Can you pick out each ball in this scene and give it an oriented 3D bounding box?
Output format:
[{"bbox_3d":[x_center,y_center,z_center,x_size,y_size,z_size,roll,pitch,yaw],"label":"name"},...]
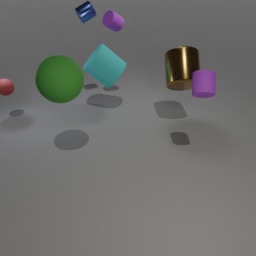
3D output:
[{"bbox_3d":[-2.012,-1.432,8.290,1.400,1.400,1.400,0,29,0],"label":"ball"},{"bbox_3d":[-5.139,-1.703,11.729,0.700,0.700,0.700,0,29,0],"label":"ball"}]

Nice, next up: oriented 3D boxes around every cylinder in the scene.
[{"bbox_3d":[2.214,-2.373,11.366,1.400,1.400,1.400,-2,-9,0],"label":"cylinder"},{"bbox_3d":[2.318,-1.338,8.552,0.700,0.700,0.700,3,-8,0],"label":"cylinder"},{"bbox_3d":[-1.845,-5.042,12.196,0.700,0.700,0.700,-34,35,-3],"label":"cylinder"},{"bbox_3d":[-0.647,-4.681,12.295,0.700,0.700,0.700,28,11,40],"label":"cylinder"},{"bbox_3d":[-1.031,-2.746,12.450,1.400,1.400,1.400,36,22,-20],"label":"cylinder"}]
